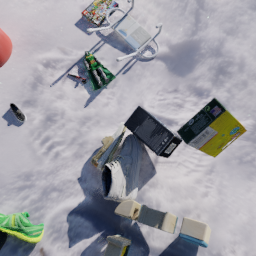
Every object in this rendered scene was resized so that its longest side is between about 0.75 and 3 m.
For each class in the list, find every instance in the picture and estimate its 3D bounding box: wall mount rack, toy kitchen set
[{"bbox_3d":[-0.111,-3.927,11.562,2.566,1.101,2.954,-43,81,-10],"label":"wall mount rack"},{"bbox_3d":[0.903,3.840,8.922,2.882,1.698,2.309,11,70,25],"label":"toy kitchen set"}]

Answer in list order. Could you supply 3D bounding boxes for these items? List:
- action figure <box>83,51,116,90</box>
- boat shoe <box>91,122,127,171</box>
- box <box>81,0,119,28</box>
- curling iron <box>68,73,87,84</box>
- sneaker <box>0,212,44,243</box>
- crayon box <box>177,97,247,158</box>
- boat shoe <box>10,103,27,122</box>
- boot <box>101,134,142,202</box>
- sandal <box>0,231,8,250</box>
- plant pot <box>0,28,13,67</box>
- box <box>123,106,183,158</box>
[{"bbox_3d":[-1.362,-2.495,11.494,1.035,0.479,1.753,-29,70,-6],"label":"action figure"},{"bbox_3d":[-0.665,0.581,10.247,0.672,0.735,1.966,27,74,3],"label":"boat shoe"},{"bbox_3d":[-1.243,-5.267,12.537,0.986,0.272,1.444,37,75,12],"label":"box"},{"bbox_3d":[-2.083,-2.058,11.498,0.906,0.116,0.225,26,73,9],"label":"curling iron"},{"bbox_3d":[-3.739,3.159,9.403,1.997,0.740,0.834,23,70,-2],"label":"sneaker"},{"bbox_3d":[2.461,0.092,7.993,1.358,2.139,0.543,-44,53,17],"label":"crayon box"},{"bbox_3d":[-4.291,-0.620,10.892,0.326,0.309,0.932,-35,74,-11],"label":"boat shoe"},{"bbox_3d":[-0.245,1.286,9.668,1.187,0.913,2.483,17,66,-35],"label":"boot"},{"bbox_3d":[-4.541,4.144,9.190,0.586,0.373,1.558,17,72,6],"label":"sandal"},{"bbox_3d":[-5.977,-3.599,11.116,2.118,1.874,2.118,0,70,0],"label":"plant pot"},{"bbox_3d":[0.901,0.163,9.843,1.695,1.258,0.907,41,98,24],"label":"box"}]
